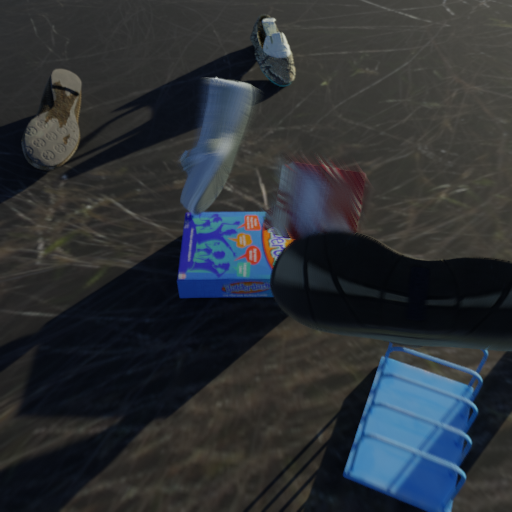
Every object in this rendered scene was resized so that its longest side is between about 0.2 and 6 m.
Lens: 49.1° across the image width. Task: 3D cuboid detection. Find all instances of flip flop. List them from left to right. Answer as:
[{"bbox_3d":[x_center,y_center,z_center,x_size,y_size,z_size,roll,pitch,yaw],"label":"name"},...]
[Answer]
[{"bbox_3d":[1.775,0.537,6.864,3.442,0.991,1.396,7,61,22],"label":"flip flop"}]

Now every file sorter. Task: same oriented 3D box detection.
[{"bbox_3d":[1.959,1.870,6.739,1.248,1.103,1.798,17,49,16],"label":"file sorter"}]

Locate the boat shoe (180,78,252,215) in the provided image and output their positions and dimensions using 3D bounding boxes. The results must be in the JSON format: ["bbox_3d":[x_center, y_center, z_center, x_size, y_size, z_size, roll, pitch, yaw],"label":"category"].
[{"bbox_3d":[-0.774,-1.865,9.397,0.804,0.925,2.508,17,76,6],"label":"boat shoe"}]

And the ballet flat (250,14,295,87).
[{"bbox_3d":[0.366,-5.163,13.644,0.872,0.968,2.572,-5,46,-12],"label":"ballet flat"}]

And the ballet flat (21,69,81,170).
[{"bbox_3d":[-4.190,-2.756,11.608,1.023,0.704,3.036,17,46,-26],"label":"ballet flat"}]

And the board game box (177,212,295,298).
[{"bbox_3d":[-0.175,-0.047,9.034,2.044,0.460,1.554,-1,46,-1],"label":"board game box"}]

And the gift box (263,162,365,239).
[{"bbox_3d":[0.811,-0.665,8.221,1.223,1.325,1.238,13,5,-5],"label":"gift box"}]
